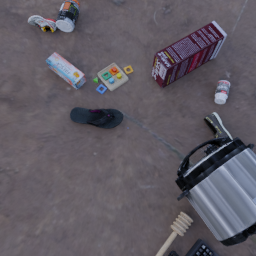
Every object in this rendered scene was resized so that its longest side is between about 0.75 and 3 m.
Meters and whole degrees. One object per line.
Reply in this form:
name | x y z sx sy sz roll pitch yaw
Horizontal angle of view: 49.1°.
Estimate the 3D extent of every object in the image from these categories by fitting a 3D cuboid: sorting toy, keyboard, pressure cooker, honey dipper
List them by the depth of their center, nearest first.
pressure cooker | 3.017 1.683 8.509 2.553 2.514 2.858 -48 68 31
keyboard | 1.687 4.705 8.665 1.584 0.338 2.637 42 74 14
honey dipper | 1.134 3.887 8.888 0.504 0.504 2.654 36 76 12
sorting toy | -0.597 -2.080 11.170 1.739 0.237 0.979 -35 74 -12

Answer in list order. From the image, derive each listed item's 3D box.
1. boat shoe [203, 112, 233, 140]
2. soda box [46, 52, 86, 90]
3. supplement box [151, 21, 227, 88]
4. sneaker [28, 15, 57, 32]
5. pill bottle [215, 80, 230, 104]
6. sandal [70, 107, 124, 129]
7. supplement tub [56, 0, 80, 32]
boat shoe | 3.307 0.203 10.185 0.489 0.579 1.623 -21 64 -6
soda box | -2.439 -2.257 11.083 1.643 0.522 0.562 39 75 14
supplement box | 2.277 -2.780 10.758 2.744 1.493 0.835 -31 74 -12
sneaker | -3.652 -4.402 11.883 1.261 0.491 0.518 11 71 4
pill bottle | 3.622 -1.371 10.784 0.471 0.471 0.828 16 70 6
sandal | -1.190 -0.399 10.325 2.023 0.484 0.760 3 80 7
supplement tub | -2.519 -4.800 11.872 0.784 0.784 1.280 12 70 4
